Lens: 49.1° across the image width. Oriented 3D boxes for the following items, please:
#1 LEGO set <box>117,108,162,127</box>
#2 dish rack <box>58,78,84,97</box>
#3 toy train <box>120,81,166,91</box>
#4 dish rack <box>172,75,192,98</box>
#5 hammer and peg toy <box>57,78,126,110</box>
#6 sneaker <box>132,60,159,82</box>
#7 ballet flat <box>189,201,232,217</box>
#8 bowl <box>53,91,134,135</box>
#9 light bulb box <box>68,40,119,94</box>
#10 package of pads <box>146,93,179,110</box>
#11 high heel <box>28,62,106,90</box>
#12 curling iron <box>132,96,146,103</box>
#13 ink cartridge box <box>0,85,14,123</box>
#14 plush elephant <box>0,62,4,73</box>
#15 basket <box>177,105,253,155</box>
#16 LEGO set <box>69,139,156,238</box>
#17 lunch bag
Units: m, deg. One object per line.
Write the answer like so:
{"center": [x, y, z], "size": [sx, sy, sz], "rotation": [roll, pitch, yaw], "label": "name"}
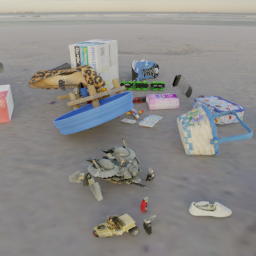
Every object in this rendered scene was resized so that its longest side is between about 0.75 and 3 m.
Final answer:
{"center": [0.335, -0.456, 9.778], "size": [1.501, 0.368, 1.121], "rotation": [11, 24, 23], "label": "LEGO set"}
{"center": [-2.053, -1.507, 10.139], "size": [0.942, 0.257, 0.722], "rotation": [19, 32, -29], "label": "dish rack"}
{"center": [0.668, -1.983, 12.973], "size": [2.131, 0.445, 0.601], "rotation": [1, 15, 3], "label": "toy train"}
{"center": [2.275, -1.693, 11.625], "size": [0.265, 0.745, 0.971], "rotation": [-27, 69, -17], "label": "dish rack"}
{"center": [-1.419, -1.112, 10.447], "size": [2.326, 0.820, 1.711], "rotation": [-8, 12, 46], "label": "hammer and peg toy"}
{"center": [0.954, -3.035, 14.501], "size": [1.168, 1.029, 2.620], "rotation": [7, 26, 21], "label": "sneaker"}
{"center": [1.627, 1.576, 5.488], "size": [0.838, 0.291, 0.291], "rotation": [1, 25, 1], "label": "ballet flat"}
{"center": [-1.005, -0.460, 8.569], "size": [2.531, 0.497, 2.531], "rotation": [-20, 11, 4], "label": "bowl"}
{"center": [-1.444, -2.764, 12.564], "size": [1.347, 2.139, 2.158], "rotation": [7, 24, 21], "label": "light bulb box"}
{"center": [1.336, -1.030, 10.864], "size": [1.194, 0.452, 0.719], "rotation": [-3, 28, -5], "label": "package of pads"}
{"center": [-2.267, -1.625, 10.273], "size": [2.731, 0.975, 1.947], "rotation": [25, 46, 37], "label": "high heel"}
{"center": [0.452, -1.144, 11.239], "size": [2.147, 0.274, 0.532], "rotation": [-5, -11, -19], "label": "curling iron"}
{"center": [-5.579, -0.771, 9.718], "size": [2.810, 0.948, 1.636], "rotation": [-7, 26, -15], "label": "ink cartridge box"}
{"center": [-6.611, -1.984, 11.745], "size": [1.742, 1.854, 2.251], "rotation": [-27, -26, 29], "label": "plush elephant"}
{"center": [2.306, 0.031, 7.680], "size": [1.729, 1.202, 1.524], "rotation": [-10, 24, 3], "label": "basket"}
{"center": [-0.202, 1.006, 6.048], "size": [1.898, 0.828, 2.923], "rotation": [-11, 27, -23], "label": "LEGO set"}
{"center": [3.193, -0.693, 9.959], "size": [1.344, 0.634, 1.677], "rotation": [-9, 27, -22], "label": "lunch bag"}
